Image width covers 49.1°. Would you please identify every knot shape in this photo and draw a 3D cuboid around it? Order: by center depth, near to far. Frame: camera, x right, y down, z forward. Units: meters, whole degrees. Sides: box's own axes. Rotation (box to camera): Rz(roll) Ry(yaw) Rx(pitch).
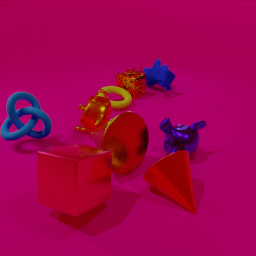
[{"bbox_3d":[-2.869,-0.173,7.591,1.319,1.410,0.651,-37,-1,-7],"label":"knot shape"}]

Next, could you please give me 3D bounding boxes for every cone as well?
[{"bbox_3d":[1.073,1.256,5.747,1.138,1.138,1.142,-15,57,-26],"label":"cone"},{"bbox_3d":[-0.512,0.255,6.954,1.462,1.462,1.467,-24,24,-38],"label":"cone"}]

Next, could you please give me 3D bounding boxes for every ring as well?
[{"bbox_3d":[-0.496,-1.133,10.302,1.299,0.260,1.299,8,38,-6],"label":"ring"}]

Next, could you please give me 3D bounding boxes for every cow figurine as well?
[{"bbox_3d":[1.230,-2.076,11.649,1.605,0.881,1.580,-26,45,43],"label":"cow figurine"},{"bbox_3d":[0.051,-2.419,12.733,1.255,0.689,1.235,-16,6,15],"label":"cow figurine"}]

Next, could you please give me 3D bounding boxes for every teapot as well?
[{"bbox_3d":[-1.035,-0.396,8.081,0.890,1.817,1.130,24,37,-14],"label":"teapot"}]

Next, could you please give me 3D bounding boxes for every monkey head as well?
[{"bbox_3d":[1.303,0.230,7.104,1.451,1.044,0.874,-50,39,-13],"label":"monkey head"}]

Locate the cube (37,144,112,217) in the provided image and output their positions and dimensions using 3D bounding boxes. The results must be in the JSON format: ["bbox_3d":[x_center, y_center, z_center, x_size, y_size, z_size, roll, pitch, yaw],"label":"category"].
[{"bbox_3d":[-1.019,0.934,5.412,1.028,1.028,1.028,7,9,33],"label":"cube"}]

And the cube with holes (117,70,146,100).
[{"bbox_3d":[0.140,-1.744,11.211,0.844,0.844,0.844,17,33,30],"label":"cube with holes"}]
